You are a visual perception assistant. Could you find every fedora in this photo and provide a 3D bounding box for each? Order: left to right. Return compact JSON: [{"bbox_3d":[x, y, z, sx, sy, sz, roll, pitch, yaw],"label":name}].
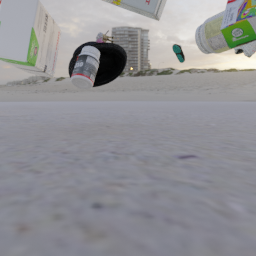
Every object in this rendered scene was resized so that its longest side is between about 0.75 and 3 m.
[{"bbox_3d":[-1.005,-2.116,8.633,1.880,0.858,1.880,-20,-31,-13],"label":"fedora"}]

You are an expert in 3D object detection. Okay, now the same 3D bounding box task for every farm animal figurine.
[{"bbox_3d":[-1.286,-3.229,12.015,0.939,1.867,1.507,16,44,11],"label":"farm animal figurine"}]

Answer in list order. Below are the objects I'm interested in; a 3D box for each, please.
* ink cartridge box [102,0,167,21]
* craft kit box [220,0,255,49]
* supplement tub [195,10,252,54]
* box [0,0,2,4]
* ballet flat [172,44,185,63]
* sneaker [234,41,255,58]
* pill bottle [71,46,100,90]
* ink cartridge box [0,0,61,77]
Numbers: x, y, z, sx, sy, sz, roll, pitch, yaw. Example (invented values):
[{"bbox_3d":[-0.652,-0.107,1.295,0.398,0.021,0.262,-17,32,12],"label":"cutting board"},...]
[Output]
[{"bbox_3d":[0.007,-3.556,6.396,2.054,1.492,1.485,23,18,6],"label":"ink cartridge box"},{"bbox_3d":[1.715,-1.537,2.783,1.372,1.389,0.337,-8,-41,39],"label":"craft kit box"},{"bbox_3d":[2.627,-2.602,7.524,1.031,1.031,1.423,-4,-1,-34],"label":"supplement tub"},{"bbox_3d":[-4.151,-4.089,8.413,1.242,0.588,0.637,-42,-24,31],"label":"box"},{"bbox_3d":[1.944,-2.931,10.723,0.343,0.345,1.009,4,-28,29],"label":"ballet flat"},{"bbox_3d":[3.907,-3.046,9.807,0.656,0.837,1.684,10,38,-26],"label":"sneaker"},{"bbox_3d":[-0.892,-1.297,6.002,0.479,0.842,0.479,10,-23,4],"label":"pill bottle"},{"bbox_3d":[-2.310,-2.094,6.718,0.801,1.388,1.907,10,0,1],"label":"ink cartridge box"}]
